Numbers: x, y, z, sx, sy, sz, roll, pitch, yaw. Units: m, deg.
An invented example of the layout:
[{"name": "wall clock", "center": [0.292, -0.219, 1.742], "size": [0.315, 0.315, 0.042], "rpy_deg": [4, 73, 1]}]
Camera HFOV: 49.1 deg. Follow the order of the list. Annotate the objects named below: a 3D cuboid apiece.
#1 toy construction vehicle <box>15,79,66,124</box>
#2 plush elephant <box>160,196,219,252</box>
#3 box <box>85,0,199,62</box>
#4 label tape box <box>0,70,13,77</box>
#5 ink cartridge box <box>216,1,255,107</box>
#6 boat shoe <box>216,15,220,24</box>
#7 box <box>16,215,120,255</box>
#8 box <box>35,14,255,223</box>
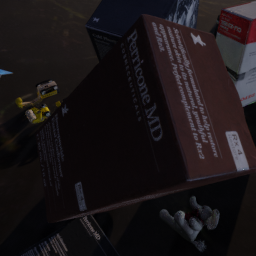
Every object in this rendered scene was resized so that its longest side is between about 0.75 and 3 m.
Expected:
[{"name": "toy construction vehicle", "center": [-2.434, -0.744, 8.754], "size": [1.706, 0.601, 1.485], "rpy_deg": [-30, 61, -25]}, {"name": "plush elephant", "center": [1.359, 1.814, 5.675], "size": [1.081, 0.890, 0.837], "rpy_deg": [44, 68, 3]}, {"name": "box", "center": [0.481, -1.991, 5.734], "size": [1.258, 2.201, 2.417], "rpy_deg": [21, 71, 18]}, {"name": "label tape box", "center": [-5.538, -1.518, 9.031], "size": [2.058, 0.903, 2.854], "rpy_deg": [16, 16, 17]}, {"name": "ink cartridge box", "center": [3.746, -2.214, 8.589], "size": [2.064, 2.860, 1.198], "rpy_deg": [-20, 42, -20]}, {"name": "boat shoe", "center": [5.101, -5.478, 13.952], "size": [1.424, 0.403, 0.489], "rpy_deg": [-12, 44, -13]}, {"name": "box", "center": [-0.702, 2.839, 4.455], "size": [1.708, 0.954, 2.420], "rpy_deg": [-28, 49, -23]}, {"name": "box", "center": [-0.137, 0.226, 3.508], "size": [1.112, 2.967, 1.486], "rpy_deg": [0, 68, -38]}]
